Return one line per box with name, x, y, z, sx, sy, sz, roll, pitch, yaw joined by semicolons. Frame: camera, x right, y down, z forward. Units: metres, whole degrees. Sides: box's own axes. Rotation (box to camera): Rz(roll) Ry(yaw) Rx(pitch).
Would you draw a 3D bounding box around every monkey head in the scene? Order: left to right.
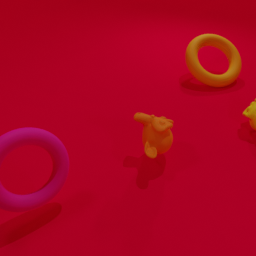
monkey head;0.534;0.130;6.325;1.000;0.837;1.389;19;19;6
monkey head;3.519;-0.402;7.103;0.848;1.012;1.407;42;43;13

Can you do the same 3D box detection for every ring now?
ring;-1.781;0.750;4.960;1.545;1.545;0.309;-25;25;-27
ring;2.824;-2.244;9.245;1.934;0.387;1.934;3;71;-10
